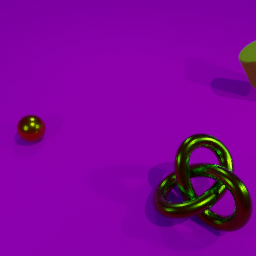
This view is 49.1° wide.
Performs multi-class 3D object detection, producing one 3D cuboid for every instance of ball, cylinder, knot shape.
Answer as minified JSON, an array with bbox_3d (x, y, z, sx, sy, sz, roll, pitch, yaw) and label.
[{"bbox_3d":[-2.442,0.006,7.077,0.706,0.706,0.706,0,44,0],"label":"ball"},{"bbox_3d":[3.883,-1.839,8.031,1.051,1.051,1.051,-29,32,20],"label":"cylinder"},{"bbox_3d":[1.473,0.985,5.545,1.925,0.890,1.802,6,73,27],"label":"knot shape"}]
